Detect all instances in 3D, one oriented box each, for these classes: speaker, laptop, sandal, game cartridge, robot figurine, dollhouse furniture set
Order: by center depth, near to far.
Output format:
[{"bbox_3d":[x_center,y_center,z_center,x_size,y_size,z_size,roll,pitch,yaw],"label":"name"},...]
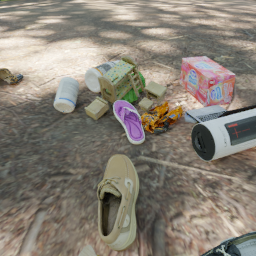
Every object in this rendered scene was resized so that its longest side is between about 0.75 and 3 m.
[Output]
[{"bbox_3d":[3.541,0.127,8.950,2.988,1.213,1.213,-13,34,-21],"label":"speaker"},{"bbox_3d":[0.101,-0.333,9.765,0.802,0.484,1.971,-18,58,-18],"label":"sandal"},{"bbox_3d":[3.452,-0.729,10.339,1.736,1.075,1.854,-11,37,-26],"label":"laptop"},{"bbox_3d":[1.163,-0.402,10.439,1.320,0.530,1.821,24,39,37],"label":"robot figurine"},{"bbox_3d":[-0.102,-1.247,10.492,2.152,1.353,2.433,31,63,25],"label":"dollhouse furniture set"},{"bbox_3d":[2.467,-0.457,10.905,0.528,0.165,0.793,13,33,11],"label":"game cartridge"}]

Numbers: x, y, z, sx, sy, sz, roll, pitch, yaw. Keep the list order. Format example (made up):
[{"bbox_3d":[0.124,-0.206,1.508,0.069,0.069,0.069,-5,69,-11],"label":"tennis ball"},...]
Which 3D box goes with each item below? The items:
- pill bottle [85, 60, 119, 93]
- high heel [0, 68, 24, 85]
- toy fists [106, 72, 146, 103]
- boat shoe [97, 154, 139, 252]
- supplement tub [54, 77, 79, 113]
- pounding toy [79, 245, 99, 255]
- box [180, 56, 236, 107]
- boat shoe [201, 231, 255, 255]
[{"bbox_3d":[-1.000,-2.508,13.313,1.156,1.156,1.987,22,37,31],"label":"pill bottle"},{"bbox_3d":[-6.186,-2.547,13.848,1.671,0.597,1.191,9,25,-2],"label":"high heel"},{"bbox_3d":[0.017,-1.858,12.527,1.284,0.866,2.519,11,32,16],"label":"toy fists"},{"bbox_3d":[-0.260,1.475,6.399,0.857,0.776,2.404,-23,42,17],"label":"boat shoe"},{"bbox_3d":[-2.455,-1.325,11.263,0.827,0.827,1.254,4,61,6],"label":"supplement tub"},{"bbox_3d":[-0.254,2.725,4.730,1.129,1.133,1.975,-27,40,-30],"label":"pounding toy"},{"bbox_3d":[3.452,-2.168,12.540,1.260,1.366,2.661,-8,33,-12],"label":"box"},{"bbox_3d":[2.091,2.527,5.549,2.055,0.620,0.777,-13,34,-20],"label":"boat shoe"}]
